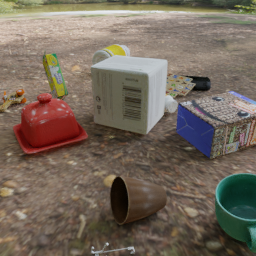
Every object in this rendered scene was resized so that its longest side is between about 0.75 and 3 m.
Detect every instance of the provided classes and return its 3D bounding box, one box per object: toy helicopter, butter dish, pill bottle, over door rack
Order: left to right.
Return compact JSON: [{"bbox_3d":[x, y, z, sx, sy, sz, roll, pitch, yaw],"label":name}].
[{"bbox_3d":[-5.447,-1.245,12.811,0.999,0.596,1.511,12,40,12],"label":"toy helicopter"},{"bbox_3d":[-2.899,-0.415,10.080,2.315,1.716,2.321,-15,32,-26],"label":"butter dish"},{"bbox_3d":[-0.315,2.764,5.795,0.963,0.321,0.711,0,30,-1],"label":"over door rack"},{"bbox_3d":[-0.948,-4.373,17.472,1.460,1.460,2.606,15,33,26],"label":"pill bottle"},{"bbox_3d":[1.536,-1.158,12.415,0.750,0.750,1.329,-19,34,-30],"label":"pill bottle"}]

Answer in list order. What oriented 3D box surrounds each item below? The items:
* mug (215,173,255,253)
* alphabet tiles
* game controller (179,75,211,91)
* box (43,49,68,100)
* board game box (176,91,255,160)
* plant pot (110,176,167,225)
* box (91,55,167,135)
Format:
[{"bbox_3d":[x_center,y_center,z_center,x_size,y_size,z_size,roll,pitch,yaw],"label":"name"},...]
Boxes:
[{"bbox_3d":[2.647,1.973,6.385,1.386,1.043,1.687,18,44,38],"label":"mug"},{"bbox_3d":[2.229,-2.260,14.598,2.295,0.073,1.910,22,51,33],"label":"alphabet tiles"},{"bbox_3d":[3.237,-2.461,15.194,2.449,0.516,1.277,6,44,12],"label":"game controller"},{"bbox_3d":[-2.925,-2.081,11.064,0.464,1.917,1.125,-19,2,-23],"label":"box"},{"bbox_3d":[3.418,-0.206,10.151,2.613,1.265,2.083,-14,32,-22],"label":"board game box"},{"bbox_3d":[0.314,1.755,6.995,1.208,1.129,1.129,3,26,-26],"label":"plant pot"},{"bbox_3d":[0.083,-1.428,11.135,2.442,2.430,2.092,13,31,24],"label":"box"}]
